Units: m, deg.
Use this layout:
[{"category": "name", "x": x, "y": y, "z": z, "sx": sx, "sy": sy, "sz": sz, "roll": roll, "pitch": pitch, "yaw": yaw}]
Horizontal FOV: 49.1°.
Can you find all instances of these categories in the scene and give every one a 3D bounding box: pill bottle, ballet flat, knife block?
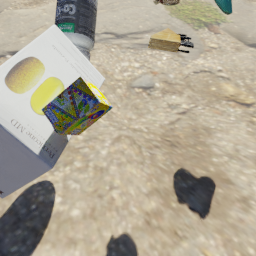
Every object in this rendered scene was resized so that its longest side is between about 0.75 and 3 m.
[{"category": "pill bottle", "x": -1.524, "y": -2.881, "z": 8.102, "sx": 1.192, "sy": 1.192, "sz": 2.107, "roll": 3, "pitch": 84, "yaw": 3}, {"category": "ballet flat", "x": 2.957, "y": -4.479, "z": 9.018, "sx": 0.606, "sy": 0.633, "sz": 1.800, "roll": -7, "pitch": 62, "yaw": -35}, {"category": "knife block", "x": 1.014, "y": -1.895, "z": 6.343, "sx": 0.891, "sy": 0.285, "sz": 0.783, "roll": -33, "pitch": 64, "yaw": -31}]

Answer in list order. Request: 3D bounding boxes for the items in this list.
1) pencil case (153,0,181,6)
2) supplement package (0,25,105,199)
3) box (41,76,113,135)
[{"category": "pencil case", "x": 1.147, "y": -4.471, "z": 7.937, "sx": 0.822, "sy": 1.837, "sz": 0.715, "roll": 4, "pitch": 1, "yaw": 22}, {"category": "supplement package", "x": -1.859, "y": -0.432, "z": 5.350, "sx": 1.582, "sy": 1.643, "sz": 2.888, "roll": -31, "pitch": 25, "yaw": 32}, {"category": "box", "x": -0.738, "y": -0.298, "z": 4.258, "sx": 0.754, "sy": 0.783, "sz": 0.478, "roll": -38, "pitch": 82, "yaw": 8}]
